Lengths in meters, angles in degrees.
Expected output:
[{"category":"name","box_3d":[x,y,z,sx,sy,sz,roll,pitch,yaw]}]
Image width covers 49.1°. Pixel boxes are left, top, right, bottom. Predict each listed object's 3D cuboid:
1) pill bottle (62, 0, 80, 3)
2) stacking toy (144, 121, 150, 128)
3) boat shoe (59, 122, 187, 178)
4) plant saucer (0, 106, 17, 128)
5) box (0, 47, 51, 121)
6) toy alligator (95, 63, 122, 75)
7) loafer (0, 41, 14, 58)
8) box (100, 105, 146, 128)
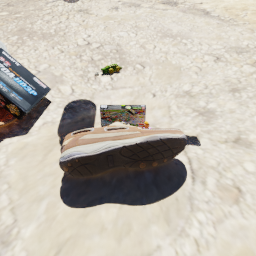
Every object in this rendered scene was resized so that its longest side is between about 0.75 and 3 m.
[{"category":"pill bottle","box_3d":[-1.513,-4.264,7.736,1.007,1.007,1.814,0,53,0]},{"category":"stacking toy","box_3d":[0.457,0.137,6.896,0.435,0.793,0.460,-14,42,-16]},{"category":"boat shoe","box_3d":[-0.113,0.305,6.408,2.922,1.106,1.049,-6,49,-9]},{"category":"plant saucer","box_3d":[-4.124,-1.030,7.575,2.632,0.493,2.632,31,38,-27]},{"category":"box","box_3d":[-3.335,-1.274,7.944,1.880,0.432,1.494,41,35,-12]},{"category":"toy alligator","box_3d":[-0.684,-2.115,9.965,1.074,0.258,0.356,-20,44,-23]},{"category":"loafer","box_3d":[-4.544,-2.278,9.573,1.027,1.029,2.943,-21,45,-33]},{"category":"box","box_3d":[-0.130,-0.305,7.517,1.214,0.668,0.211,0,40,0]}]
